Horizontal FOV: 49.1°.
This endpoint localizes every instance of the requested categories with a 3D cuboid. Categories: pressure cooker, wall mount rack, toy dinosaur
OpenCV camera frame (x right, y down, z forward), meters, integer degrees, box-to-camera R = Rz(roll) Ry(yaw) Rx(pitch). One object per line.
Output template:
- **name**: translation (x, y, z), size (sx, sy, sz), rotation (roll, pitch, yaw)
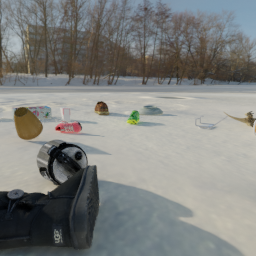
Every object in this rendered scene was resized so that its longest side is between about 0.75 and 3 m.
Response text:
- **pressure cooker**: translation (-1.145, 0.602, 4.977), size (0.754, 0.766, 0.858), rotation (-3, 9, -39)
- **wall mount rack**: translation (3.297, -0.247, 11.088), size (1.110, 0.476, 1.278), rotation (5, 11, 27)
- **toy dinosaur**: translation (5.048, -0.283, 11.560), size (2.228, 0.649, 1.127), rotation (11, -3, 18)

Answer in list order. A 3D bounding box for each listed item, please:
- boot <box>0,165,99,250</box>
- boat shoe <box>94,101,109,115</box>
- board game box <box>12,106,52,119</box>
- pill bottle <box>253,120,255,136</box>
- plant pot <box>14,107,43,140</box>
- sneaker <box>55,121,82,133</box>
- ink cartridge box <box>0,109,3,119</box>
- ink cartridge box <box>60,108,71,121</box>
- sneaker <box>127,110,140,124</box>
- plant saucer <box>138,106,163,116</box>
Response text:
- **boot**: translation (-1.405, 0.949, 3.532), size (1.990, 0.653, 1.640), rotation (-4, 7, 0)
- **boat shoe**: translation (-1.491, -1.187, 16.083), size (0.761, 0.714, 2.115), rotation (-2, 10, -15)
- **board game box**: translation (-4.818, -0.755, 13.987), size (1.744, 0.560, 1.286), rotation (-4, 11, -26)
- **pill bottle**: translation (4.685, 0.026, 9.072), size (1.040, 0.583, 0.583), rotation (8, 12, 41)
- **plant pot**: translation (-3.131, -0.209, 8.558), size (0.814, 0.874, 0.814), rotation (-2, 53, 2)
- **sneaker**: translation (-2.134, 0.031, 9.983), size (1.131, 0.417, 0.491), rotation (2, 22, 33)
- **ink cartridge box**: translation (-6.816, -0.676, 13.703), size (1.139, 0.472, 0.836), rotation (-1, 9, -6)
- **ink cartridge box**: translation (-2.966, -0.658, 13.267), size (0.337, 0.578, 0.799), rotation (-4, 9, -22)
- **sneaker**: translation (0.232, -0.495, 12.342), size (0.495, 0.558, 1.336), rotation (2, 10, 9)
- **plant saucer**: translation (1.229, -1.022, 15.800), size (1.525, 0.383, 1.525), rotation (-1, 14, 0)
